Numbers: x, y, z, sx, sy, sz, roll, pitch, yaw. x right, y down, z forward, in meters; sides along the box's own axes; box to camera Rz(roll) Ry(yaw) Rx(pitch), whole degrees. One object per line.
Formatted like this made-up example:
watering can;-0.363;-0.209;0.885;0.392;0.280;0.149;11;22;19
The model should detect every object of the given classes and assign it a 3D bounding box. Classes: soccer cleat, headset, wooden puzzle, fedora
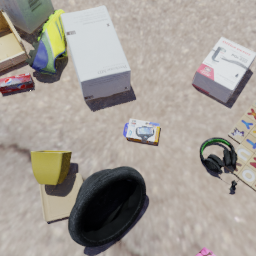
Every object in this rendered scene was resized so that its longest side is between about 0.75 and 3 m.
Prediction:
soccer cleat;-2.636;-3.041;9.967;1.191;0.921;2.848;26;56;-22
headset;2.702;1.001;8.073;0.975;0.742;1.579;-21;50;1
wooden puzzle;-1.776;1.902;7.741;1.192;0.222;1.103;-11;68;-11
fedora;-0.635;1.843;7.168;2.261;2.261;1.033;-38;36;-17

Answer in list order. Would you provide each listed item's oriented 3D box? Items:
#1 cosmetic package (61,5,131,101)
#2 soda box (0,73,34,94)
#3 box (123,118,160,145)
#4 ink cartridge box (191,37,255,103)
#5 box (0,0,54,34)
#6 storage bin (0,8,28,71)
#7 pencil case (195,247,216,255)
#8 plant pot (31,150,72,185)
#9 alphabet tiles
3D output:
cosmetic package;-1.093;-2.521;9.371;1.660;1.193;2.941;-17;64;-10
soda box;-3.747;-1.487;9.315;1.107;0.388;0.351;-12;64;-6
box;0.411;0.092;8.635;1.100;0.228;0.655;10;64;3
ink cartridge box;3.203;-1.975;9.342;1.342;0.781;1.843;32;66;15
box;-4.375;-5.163;10.162;2.760;2.101;1.468;32;69;14
storage bin;-4.759;-2.900;9.737;1.895;0.888;1.881;-29;67;-14
pencil case;1.668;3.437;6.796;1.192;0.558;0.541;-37;67;-17
plant pot;-2.041;1.058;7.512;0.856;0.850;0.876;1;88;7
alphabet tiles;4.252;0.594;8.453;2.362;0.107;2.826;40;70;17
